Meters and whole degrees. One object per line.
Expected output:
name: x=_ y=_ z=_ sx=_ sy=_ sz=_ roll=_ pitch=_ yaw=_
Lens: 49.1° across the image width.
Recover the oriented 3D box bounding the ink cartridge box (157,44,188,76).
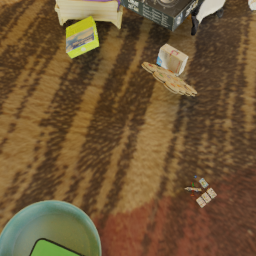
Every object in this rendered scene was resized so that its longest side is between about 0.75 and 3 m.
ink cartridge box: x=1.509 y=-2.319 z=9.556 sx=0.930 sy=0.672 sz=0.394 roll=37 pitch=57 yaw=18

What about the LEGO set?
LEGO set: x=1.966 y=1.708 z=7.720 sx=0.578 sy=0.190 sz=0.774 roll=-34 pitch=78 yaw=-17

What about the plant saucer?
plant saucer: x=-1.847 y=2.969 z=6.630 sx=2.441 sy=0.439 sz=2.441 roll=1 pitch=74 yaw=-4

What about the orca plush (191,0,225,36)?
orca plush: x=2.930 y=-4.684 z=10.970 sx=1.437 sy=0.971 sz=2.731 roll=36 pitch=71 yaw=-31

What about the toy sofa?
toy sofa: x=-1.405 y=-4.585 z=10.484 sx=2.473 sy=1.207 sz=1.024 roll=3 pitch=60 yaw=1

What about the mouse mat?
mouse mat: x=-1.635 y=3.924 z=6.127 sx=1.965 sy=0.092 sz=2.442 roll=23 pitch=76 yaw=2

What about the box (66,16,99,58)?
box: x=-1.587 y=-3.101 z=9.617 sx=1.079 sy=0.422 sz=1.769 roll=-22 pitch=45 yaw=10

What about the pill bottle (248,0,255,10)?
pill bottle: x=5.084 y=-5.160 z=11.226 sx=0.478 sy=0.478 sz=0.853 roll=12 pitch=62 yaw=6

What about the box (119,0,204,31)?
box: x=1.135 y=-4.825 z=9.994 sx=2.695 sy=0.587 sz=2.159 roll=35 pitch=69 yaw=19

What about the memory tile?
memory tile: x=1.329 y=-1.495 z=8.652 sx=1.442 sy=1.881 sz=0.158 roll=47 pitch=115 yaw=23
